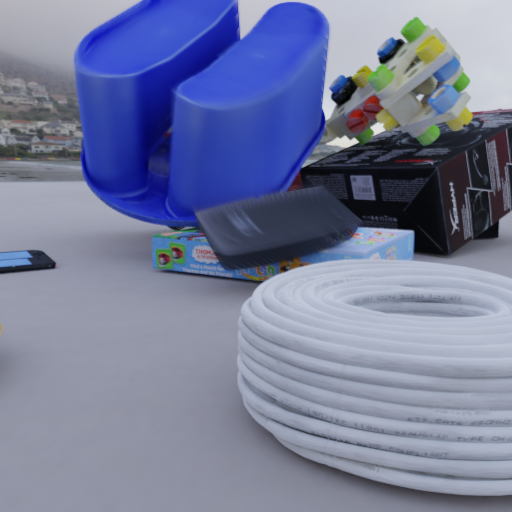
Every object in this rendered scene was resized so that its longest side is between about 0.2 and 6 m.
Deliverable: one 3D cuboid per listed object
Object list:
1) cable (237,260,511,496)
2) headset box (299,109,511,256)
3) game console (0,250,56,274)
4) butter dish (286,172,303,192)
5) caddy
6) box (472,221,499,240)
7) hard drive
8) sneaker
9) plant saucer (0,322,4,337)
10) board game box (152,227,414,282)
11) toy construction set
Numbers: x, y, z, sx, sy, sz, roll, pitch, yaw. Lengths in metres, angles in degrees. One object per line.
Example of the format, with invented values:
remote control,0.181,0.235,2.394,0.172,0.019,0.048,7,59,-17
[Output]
cable,0.920,0.523,3.207,2.049,0.709,2.049,-9,13,-43
headset box,3.199,-1.527,10.125,3.875,1.496,2.884,-27,23,-34
game console,-3.368,0.085,7.595,1.085,0.168,0.960,-6,11,-32
butter dish,0.569,-1.200,10.655,1.289,1.286,0.953,18,-2,-24
caddy,-0.701,-2.313,8.782,3.285,2.439,4.647,20,47,14
box,3.806,-0.584,10.667,1.263,0.498,0.891,-4,8,-17
hard drive,0.219,-0.316,6.176,1.585,0.336,1.069,-14,33,-15
sneaker,-1.797,-1.624,10.651,1.512,0.942,2.820,-22,-43,29
plant saucer,-2.490,0.683,3.534,1.661,0.294,1.661,0,9,0
board game box,0.412,-0.083,7.455,2.846,0.521,2.153,6,11,28
toy construction set,1.782,-2.419,9.121,3.679,1.695,2.412,-12,40,39
